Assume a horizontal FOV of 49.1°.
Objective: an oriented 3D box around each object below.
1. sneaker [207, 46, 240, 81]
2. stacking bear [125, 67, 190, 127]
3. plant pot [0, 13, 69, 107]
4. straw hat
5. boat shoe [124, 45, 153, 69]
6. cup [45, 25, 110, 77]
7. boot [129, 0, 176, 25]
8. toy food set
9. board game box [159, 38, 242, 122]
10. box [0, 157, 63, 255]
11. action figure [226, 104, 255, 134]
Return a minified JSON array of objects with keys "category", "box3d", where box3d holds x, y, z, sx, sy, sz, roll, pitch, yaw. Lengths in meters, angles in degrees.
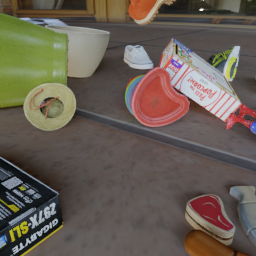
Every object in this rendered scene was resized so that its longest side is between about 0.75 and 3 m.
[{"category":"sneaker","box3d":[3.934,-2.797,11.659,1.227,1.079,2.899,10,27,21]},{"category":"stacking bear","box3d":[0.509,-0.917,7.631,1.280,1.366,2.250,-39,19,4]},{"category":"plant pot","box3d":[-3.101,-1.834,7.899,2.783,2.890,2.890,2,25,-12]},{"category":"straw hat","box3d":[-1.949,-0.493,7.344,1.376,1.376,0.582,3,-17,6]},{"category":"boat shoe","box3d":[0.445,-3.386,13.107,0.903,0.889,2.546,-8,27,-16]},{"category":"cup","box3d":[-2.036,-3.042,11.211,2.475,1.770,2.475,7,23,-3]},{"category":"boot","box3d":[0.300,-3.310,6.436,1.431,1.001,2.669,22,-5,-15]},{"category":"toy food set","box3d":[1.506,1.553,3.246,1.833,0.454,2.884,-5,26,-10]},{"category":"board game box","box3d":[2.031,-1.598,8.357,2.226,0.680,2.939,33,26,-6]},{"category":"box","box3d":[-2.539,1.146,3.922,2.590,0.639,2.068,18,33,34]},{"category":"action figure","box3d":[3.320,0.292,5.747,0.822,0.650,2.513,-26,40,-33]}]
